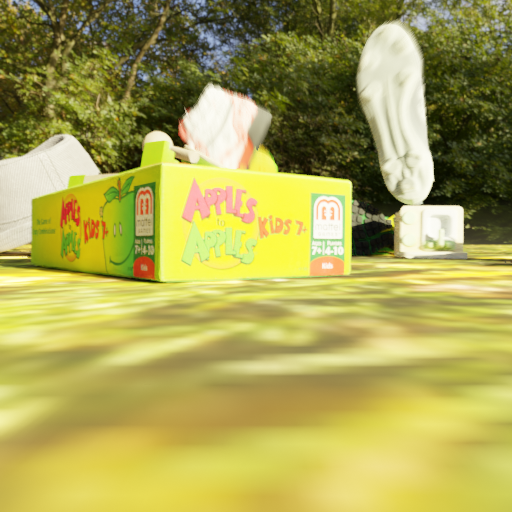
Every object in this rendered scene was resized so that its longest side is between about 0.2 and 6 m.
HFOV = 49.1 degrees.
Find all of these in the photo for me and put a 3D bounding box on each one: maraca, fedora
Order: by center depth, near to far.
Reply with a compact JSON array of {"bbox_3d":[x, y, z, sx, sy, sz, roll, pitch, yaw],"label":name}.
[{"bbox_3d":[-3.430,-1.057,8.799,2.618,1.337,2.960,-28,15,-22],"label":"fedora"},{"bbox_3d":[-0.118,-1.548,9.777,0.756,0.590,1.103,-22,-25,38],"label":"maraca"}]

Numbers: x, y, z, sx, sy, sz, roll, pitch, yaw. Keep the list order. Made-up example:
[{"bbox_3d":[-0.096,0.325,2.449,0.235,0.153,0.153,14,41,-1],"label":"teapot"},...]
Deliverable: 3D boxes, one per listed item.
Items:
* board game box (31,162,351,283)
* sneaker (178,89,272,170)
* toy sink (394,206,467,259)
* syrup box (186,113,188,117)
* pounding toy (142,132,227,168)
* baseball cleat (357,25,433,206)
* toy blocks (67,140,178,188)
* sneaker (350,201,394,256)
[{"bbox_3d":[-0.678,-0.193,4.165,1.313,0.615,2.584,-1,2,-35],"label":"board game box"},{"bbox_3d":[-0.746,-1.476,8.835,1.200,2.240,0.748,28,22,0],"label":"sneaker"},{"bbox_3d":[2.403,-0.325,7.821,0.828,0.712,1.271,0,1,9],"label":"toy sink"},{"bbox_3d":[-0.738,-1.830,10.304,0.690,1.694,0.667,18,38,32],"label":"syrup box"},{"bbox_3d":[-0.695,-0.892,7.662,1.812,0.841,1.399,22,10,-43],"label":"pounding toy"},{"bbox_3d":[2.168,-2.088,8.692,0.938,2.691,1.432,-6,-3,19],"label":"baseball cleat"},{"bbox_3d":[-0.787,-0.441,6.791,2.657,1.327,1.816,3,-8,37],"label":"toy blocks"},{"bbox_3d":[1.783,-0.330,9.247,2.224,0.868,0.947,9,-10,-28],"label":"sneaker"}]
